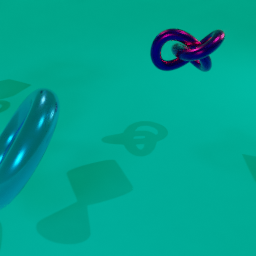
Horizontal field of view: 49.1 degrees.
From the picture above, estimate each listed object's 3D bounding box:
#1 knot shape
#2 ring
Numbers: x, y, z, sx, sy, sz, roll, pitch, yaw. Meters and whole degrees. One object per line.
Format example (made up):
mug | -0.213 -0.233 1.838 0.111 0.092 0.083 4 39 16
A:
knot shape | 1.152 -1.590 5.803 1.394 0.688 1.490 0 -4 -5
ring | -1.292 0.215 3.260 0.308 1.540 1.540 32 23 -27
